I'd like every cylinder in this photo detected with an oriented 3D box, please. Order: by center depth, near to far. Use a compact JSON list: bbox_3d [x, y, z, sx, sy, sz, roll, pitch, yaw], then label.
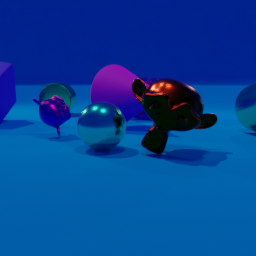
[{"bbox_3d":[3.124,-0.514,6.101,1.143,1.143,1.143,-1,-5,-5],"label":"cylinder"},{"bbox_3d":[-2.503,-1.050,10.090,1.119,1.119,1.119,0,9,-1],"label":"cylinder"}]

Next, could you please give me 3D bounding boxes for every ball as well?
[{"bbox_3d":[-0.450,-0.035,4.855,0.846,0.846,0.846,0,9,0],"label":"ball"}]

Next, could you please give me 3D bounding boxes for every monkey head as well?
[{"bbox_3d":[0.660,-0.211,4.671,1.614,1.161,0.972,26,24,5],"label":"monkey head"},{"bbox_3d":[-1.585,-0.295,6.049,0.613,1.017,0.732,-35,-9,-17],"label":"monkey head"}]

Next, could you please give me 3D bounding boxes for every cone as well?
[{"bbox_3d":[0.218,-0.771,6.695,1.594,1.594,1.600,-9,10,-42],"label":"cone"}]

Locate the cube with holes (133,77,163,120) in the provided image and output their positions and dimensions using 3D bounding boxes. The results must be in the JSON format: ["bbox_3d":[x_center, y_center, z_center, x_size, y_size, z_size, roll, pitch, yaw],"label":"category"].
[{"bbox_3d":[0.566,-0.949,8.849,1.001,1.001,1.001,6,29,20],"label":"cube with holes"}]

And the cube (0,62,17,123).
[{"bbox_3d":[-4.110,-1.090,8.013,1.314,1.314,1.314,8,35,-4],"label":"cube"}]
